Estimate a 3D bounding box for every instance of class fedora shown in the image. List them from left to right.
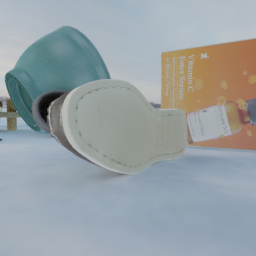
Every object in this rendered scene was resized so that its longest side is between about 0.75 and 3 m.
[{"bbox_3d":[-1.529,-0.247,6.587,1.434,1.268,0.648,5,-30,-23],"label":"fedora"}]

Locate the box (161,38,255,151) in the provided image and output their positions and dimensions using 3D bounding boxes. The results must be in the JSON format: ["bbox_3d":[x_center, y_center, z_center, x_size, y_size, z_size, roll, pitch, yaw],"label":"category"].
[{"bbox_3d":[1.564,-0.454,4.215,1.950,1.485,1.037,1,2,38],"label":"box"}]

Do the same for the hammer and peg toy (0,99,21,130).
[{"bbox_3d":[-4.855,-0.406,8.104,2.167,1.039,2.946,1,3,20],"label":"hammer and peg toy"}]

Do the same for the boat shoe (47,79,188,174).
[{"bbox_3d":[-0.028,0.011,2.688,0.612,0.739,2.057,1,-1,31],"label":"boat shoe"}]

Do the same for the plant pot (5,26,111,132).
[{"bbox_3d":[-2.108,-1.084,7.901,1.991,2.971,2.971,-33,21,-31],"label":"plant pot"}]

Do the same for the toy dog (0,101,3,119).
[{"bbox_3d":[-6.612,-0.817,12.409,2.154,1.550,2.222,3,1,20],"label":"toy dog"}]
